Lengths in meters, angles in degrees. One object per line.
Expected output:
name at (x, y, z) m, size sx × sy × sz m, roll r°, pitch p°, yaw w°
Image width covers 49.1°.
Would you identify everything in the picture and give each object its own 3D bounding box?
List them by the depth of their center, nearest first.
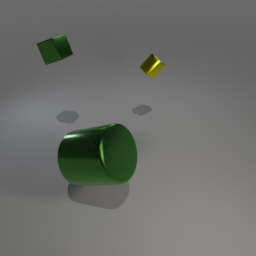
cylinder at (-0.717, 0.666, 6.757) m, size 1.400 × 1.400 × 1.400 m, roll -9°, pitch 24°, yaw 35°
cube at (-2.314, -2.502, 8.927) m, size 0.700 × 0.700 × 0.700 m, roll -7°, pitch 23°, yaw 31°
cylinder at (0.898, -2.282, 10.394) m, size 0.700 × 0.700 × 0.700 m, roll 41°, pitch 13°, yaw -11°
